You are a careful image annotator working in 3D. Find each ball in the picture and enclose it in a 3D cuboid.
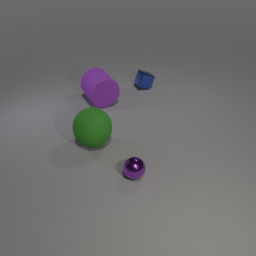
[{"bbox_3d":[0.200,1.232,8.640,0.700,0.700,0.700,0,32,0],"label":"ball"},{"bbox_3d":[-1.253,-0.031,9.917,1.400,1.400,1.400,0,32,0],"label":"ball"}]

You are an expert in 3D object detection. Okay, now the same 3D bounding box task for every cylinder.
[{"bbox_3d":[-1.283,-1.848,12.770,1.400,1.400,1.400,-15,38,-22],"label":"cylinder"}]

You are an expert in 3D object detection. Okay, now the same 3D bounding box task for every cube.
[{"bbox_3d":[0.838,-2.472,14.290,0.700,0.700,0.700,8,27,-28],"label":"cube"}]
